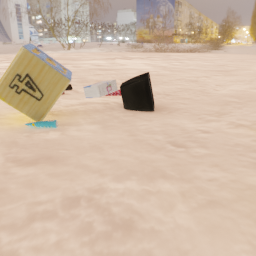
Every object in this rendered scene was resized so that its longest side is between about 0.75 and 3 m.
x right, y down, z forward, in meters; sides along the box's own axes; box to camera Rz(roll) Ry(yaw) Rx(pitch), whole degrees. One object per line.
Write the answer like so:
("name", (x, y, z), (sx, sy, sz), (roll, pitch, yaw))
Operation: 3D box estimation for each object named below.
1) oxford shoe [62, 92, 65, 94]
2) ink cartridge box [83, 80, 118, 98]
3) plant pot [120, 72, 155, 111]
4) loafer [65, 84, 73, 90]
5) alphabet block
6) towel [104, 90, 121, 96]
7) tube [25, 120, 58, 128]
("oxford shoe", (-4.224, -2.126, 16.129), (0.464, 0.492, 1.316), (11, 22, 30))
("ink cartridge box", (-1.042, -1.516, 10.809), (0.793, 0.464, 1.097), (2, 20, 38))
("plant pot", (0.444, -1.653, 13.388), (1.442, 1.622, 1.626), (-10, 18, 8))
("loafer", (-4.108, -2.593, 17.545), (1.240, 0.442, 0.453), (-6, 20, -16))
("alphabet block", (-3.833, -1.897, 11.581), (2.198, 2.239, 2.187), (35, 11, -18))
("towel", (-0.663, -2.140, 16.635), (1.765, 0.198, 1.276), (-1, 18, -3))
("tube", (-3.324, -0.146, 10.769), (1.193, 0.301, 0.462), (-2, -14, 0))
